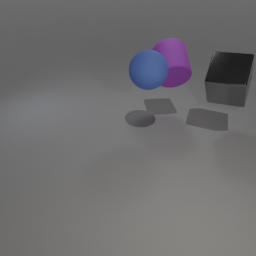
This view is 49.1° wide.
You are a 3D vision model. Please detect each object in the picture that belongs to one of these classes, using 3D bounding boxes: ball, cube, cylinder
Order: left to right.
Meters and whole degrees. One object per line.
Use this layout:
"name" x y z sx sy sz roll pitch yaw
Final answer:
"ball" 0.727 -2.057 9.960 1.400 1.400 1.400 0 32 0
"cylinder" 1.718 -2.570 11.171 1.400 1.400 1.400 -3 63 -6
"cube" 3.727 -1.786 10.318 1.400 1.400 1.400 12 68 25
